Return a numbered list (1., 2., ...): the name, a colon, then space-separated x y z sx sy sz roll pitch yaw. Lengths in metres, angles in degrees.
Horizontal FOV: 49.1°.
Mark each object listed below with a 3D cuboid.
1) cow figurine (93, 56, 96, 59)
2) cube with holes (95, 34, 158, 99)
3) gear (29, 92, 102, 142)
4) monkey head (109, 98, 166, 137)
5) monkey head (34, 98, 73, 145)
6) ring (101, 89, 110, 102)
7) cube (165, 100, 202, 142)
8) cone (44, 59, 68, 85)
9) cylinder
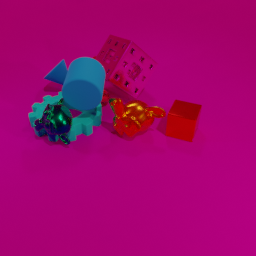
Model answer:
1. cow figurine: -0.984 -2.404 10.619 1.216 0.668 1.197 -27 33 -2
2. cube with holes: -0.154 -1.982 9.044 1.317 1.317 1.317 29 5 -41
3. gear: -1.836 -0.410 8.383 2.085 0.386 2.085 0 38 0
4. monkey head: 0.085 -0.453 7.684 1.792 1.289 1.080 9 43 46
5. monkey head: -1.920 -0.164 7.310 0.939 1.306 0.787 -21 -16 35
6. ring: -1.236 -1.203 8.988 1.417 0.283 1.417 21 14 -6
7. cube: 1.549 -0.211 7.805 0.779 0.779 0.779 14 41 18
8. cone: -2.178 -1.665 9.506 0.934 0.937 0.934 -38 21 17
9. cylinder: -1.174 -1.199 7.578 1.049 1.049 1.049 1 45 1
